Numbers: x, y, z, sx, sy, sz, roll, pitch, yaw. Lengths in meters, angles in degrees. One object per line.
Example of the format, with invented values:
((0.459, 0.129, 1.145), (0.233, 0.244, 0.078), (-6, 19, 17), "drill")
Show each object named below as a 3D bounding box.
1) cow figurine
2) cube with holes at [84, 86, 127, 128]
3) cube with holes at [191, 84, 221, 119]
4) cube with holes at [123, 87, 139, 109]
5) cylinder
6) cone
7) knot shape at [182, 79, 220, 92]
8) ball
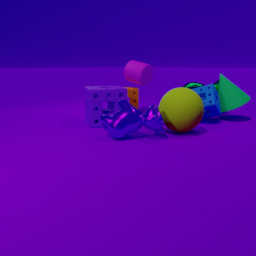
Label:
((0.176, -0.139, 7.665), (1.510, 0.829, 1.486), (-39, 57, -18), "cow figurine")
((-0.771, -0.759, 9.507), (1.221, 1.221, 1.221), (-4, 14, -15), "cube with holes")
((2.688, -0.886, 9.736), (0.820, 0.820, 0.820), (-13, -31, 28), "cube with holes")
((-0.079, -1.191, 11.829), (0.976, 0.976, 0.976), (0, 14, -3), "cube with holes")
((0.442, -2.284, 11.636), (0.887, 0.887, 0.887), (25, 26, 35), "cylinder")
((3.563, -1.392, 10.085), (1.233, 1.237, 1.233), (-26, 11, 5), "cone")
((3.184, -1.211, 11.356), (1.967, 0.909, 1.841), (-20, -34, 33), "knot shape")
((1.571, -0.534, 8.289), (1.316, 1.316, 1.316), (0, 14, 0), "ball")
